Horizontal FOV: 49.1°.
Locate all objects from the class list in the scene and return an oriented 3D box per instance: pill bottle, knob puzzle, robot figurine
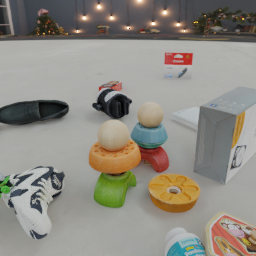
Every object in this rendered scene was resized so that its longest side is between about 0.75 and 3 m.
[{"bbox_3d":[0.979,2.108,4.338,0.655,0.655,1.182,-6,24,-14],"label":"pill bottle"},{"bbox_3d":[2.063,1.942,4.402,2.156,0.299,2.156,18,19,-6],"label":"knob puzzle"},{"bbox_3d":[-0.602,-0.962,11.037,1.274,1.058,1.696,29,2,-38],"label":"robot figurine"}]

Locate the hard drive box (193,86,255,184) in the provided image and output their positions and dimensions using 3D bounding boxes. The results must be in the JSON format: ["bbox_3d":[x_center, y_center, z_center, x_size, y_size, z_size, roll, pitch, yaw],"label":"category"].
[{"bbox_3d":[2.813,0.071,7.536,0.928,1.883,2.416,19,31,37],"label":"hard drive box"}]

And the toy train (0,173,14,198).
[{"bbox_3d":[-2.907,1.364,5.499,1.536,0.433,0.321,-34,18,11],"label":"toy train"}]

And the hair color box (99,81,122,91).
[{"bbox_3d":[-0.879,-2.059,14.351,0.695,0.419,1.370,8,24,21],"label":"hair color box"}]

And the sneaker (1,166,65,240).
[{"bbox_3d":[-1.771,1.354,5.867,1.328,0.815,2.041,-28,24,-32],"label":"sneaker"}]

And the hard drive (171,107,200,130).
[{"bbox_3d":[2.805,-0.267,10.359,1.376,0.278,2.086,-15,27,-30],"label":"hard drive"}]

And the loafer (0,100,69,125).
[{"bbox_3d":[-3.444,-0.648,10.285,2.576,0.875,0.904,-9,-5,-26],"label":"loafer"}]

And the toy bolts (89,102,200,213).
[{"bbox_3d":[0.559,0.490,6.648,2.478,1.799,2.594,7,24,17],"label":"toy bolts"}]

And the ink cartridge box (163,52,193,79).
[{"bbox_3d":[3.016,-3.740,16.872,1.727,1.521,0.386,3,23,7],"label":"ink cartridge box"}]
